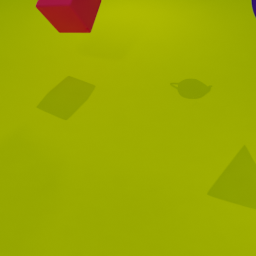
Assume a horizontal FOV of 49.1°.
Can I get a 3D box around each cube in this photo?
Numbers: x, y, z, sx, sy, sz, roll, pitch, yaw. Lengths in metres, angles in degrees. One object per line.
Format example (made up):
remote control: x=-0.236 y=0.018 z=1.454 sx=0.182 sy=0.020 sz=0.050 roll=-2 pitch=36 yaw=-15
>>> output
cube: x=-1.468 y=-3.167 z=7.113 sx=1.053 sy=1.053 sz=1.053 roll=9 pitch=75 yaw=25

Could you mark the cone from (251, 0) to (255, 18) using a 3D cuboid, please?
cone: x=2.901 y=-2.313 z=5.011 sx=1.454 sy=1.454 sz=1.459 roll=14 pitch=18 yaw=13
